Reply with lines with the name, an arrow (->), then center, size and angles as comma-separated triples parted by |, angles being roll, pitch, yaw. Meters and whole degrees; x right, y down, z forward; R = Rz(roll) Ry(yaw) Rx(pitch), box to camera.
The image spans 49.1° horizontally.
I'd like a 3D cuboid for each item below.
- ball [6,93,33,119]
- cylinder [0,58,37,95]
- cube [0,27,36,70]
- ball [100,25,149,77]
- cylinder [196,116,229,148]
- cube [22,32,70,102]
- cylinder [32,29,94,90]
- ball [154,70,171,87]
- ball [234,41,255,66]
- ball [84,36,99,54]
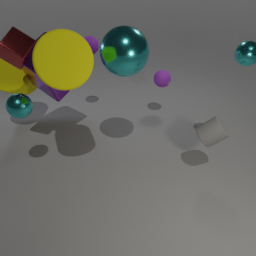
ball -> -2.977, -0.605, 7.677 | 0.700, 0.700, 0.700 | 0, 32, 0
cylinder -> -4.159, -1.958, 10.362 | 1.400, 1.400, 1.400 | 0, 1, 0
cube -> -3.075, -2.193, 7.748 | 0.700, 0.700, 0.700 | 30, 62, -15
ball -> -0.100, -2.148, 7.898 | 1.400, 1.400, 1.400 | 0, 32, 0
cylinder -> 2.476, 0.116, 8.212 | 0.700, 0.700, 0.700 | -34, 22, 25
cube -> -2.542, -2.025, 9.374 | 1.400, 1.400, 1.400 | 33, 72, 21
cylinder -> -1.672, -1.687, 7.137 | 1.400, 1.400, 1.400 | -9, 12, -14
ball -> 1.387, -1.997, 11.335 | 0.700, 0.700, 0.700 | 0, 32, 0
ball -> 3.373, -2.096, 7.891 | 0.700, 0.700, 0.700 | 0, 32, 0
ball -> -1.453, -3.150, 10.684 | 0.700, 0.700, 0.700 | 0, 32, 0
